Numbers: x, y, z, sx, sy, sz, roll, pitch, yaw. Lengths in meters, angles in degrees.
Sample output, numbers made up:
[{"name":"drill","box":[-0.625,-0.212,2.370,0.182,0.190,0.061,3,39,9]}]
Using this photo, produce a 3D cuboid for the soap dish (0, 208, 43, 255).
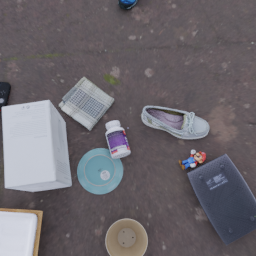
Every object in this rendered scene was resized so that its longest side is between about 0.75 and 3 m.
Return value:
[{"name":"soap dish","box":[-3.919,4.002,9.365,1.969,1.017,2.503,3,75,1]}]

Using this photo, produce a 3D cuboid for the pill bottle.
[{"name":"pill bottle","box":[-0.417,0.421,10.459,0.733,0.733,1.316,-15,74,-4]}]

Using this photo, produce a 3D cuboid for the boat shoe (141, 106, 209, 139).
[{"name":"boat shoe","box":[1.802,-0.261,10.591,2.633,0.844,0.970,17,76,5]}]

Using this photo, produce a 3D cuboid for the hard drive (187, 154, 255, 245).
[{"name":"hard drive","box":[3.426,2.489,9.998,1.820,0.571,2.698,-26,77,-7]}]

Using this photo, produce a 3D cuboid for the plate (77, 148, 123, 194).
[{"name":"plate","box":[-1.044,1.582,10.429,1.726,0.221,1.726,0,74,0]}]

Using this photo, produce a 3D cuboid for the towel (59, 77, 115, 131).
[{"name":"towel","box":[-1.656,-1.010,11.080,1.723,0.298,1.659,36,78,10]}]

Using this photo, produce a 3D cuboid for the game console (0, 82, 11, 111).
[{"name":"game console","box":[-5.801,-1.204,10.661,2.033,1.207,1.752,6,75,1]}]

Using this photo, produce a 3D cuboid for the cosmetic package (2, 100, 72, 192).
[{"name":"cosmetic package","box":[-2.972,0.755,9.438,1.556,2.524,2.532,-10,75,-3]}]

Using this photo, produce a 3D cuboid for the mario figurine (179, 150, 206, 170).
[{"name":"mario figurine","box":[2.400,1.130,10.391,1.017,0.539,0.628,-24,75,-5]}]

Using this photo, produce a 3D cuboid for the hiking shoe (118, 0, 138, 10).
[{"name":"hiking shoe","box":[0.264,-6.175,12.100,0.846,0.986,2.274,30,77,8]}]

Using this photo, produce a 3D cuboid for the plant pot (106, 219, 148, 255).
[{"name":"plant pot","box":[-0.041,3.754,9.483,1.366,0.917,1.366,0,76,0]}]
